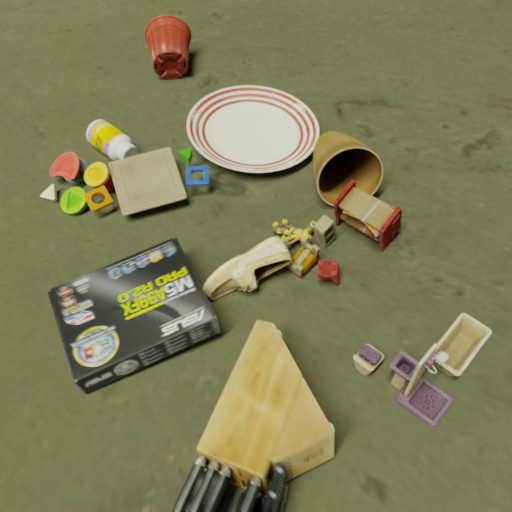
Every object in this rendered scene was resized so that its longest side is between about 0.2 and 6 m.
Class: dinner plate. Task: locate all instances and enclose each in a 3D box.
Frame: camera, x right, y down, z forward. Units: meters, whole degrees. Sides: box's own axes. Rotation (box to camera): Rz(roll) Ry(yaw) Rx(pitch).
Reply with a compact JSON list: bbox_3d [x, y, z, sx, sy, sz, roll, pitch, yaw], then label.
[{"bbox_3d":[-0.076,-2.984,13.334,3.138,0.380,3.138,3,52,-4],"label":"dinner plate"}]

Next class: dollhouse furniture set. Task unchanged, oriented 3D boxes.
[{"bbox_3d":[2.938,1.315,9.284,1.672,1.498,2.110,36,60,25],"label":"dollhouse furniture set"},{"bbox_3d":[1.745,-0.262,11.102,1.210,0.914,2.248,36,77,24],"label":"dollhouse furniture set"}]

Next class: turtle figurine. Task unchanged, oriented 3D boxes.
[{"bbox_3d":[0.814,-0.492,11.328,1.094,0.352,0.882,-31,37,-30],"label":"turtle figurine"}]

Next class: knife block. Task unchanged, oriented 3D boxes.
[{"bbox_3d":[-0.328,2.771,8.412,2.702,0.985,3.078,-21,50,-11],"label":"knife block"}]

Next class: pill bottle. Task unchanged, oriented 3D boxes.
[{"bbox_3d":[-3.306,-2.606,12.947,1.254,0.654,0.654,36,60,25],"label":"pill bottle"}]

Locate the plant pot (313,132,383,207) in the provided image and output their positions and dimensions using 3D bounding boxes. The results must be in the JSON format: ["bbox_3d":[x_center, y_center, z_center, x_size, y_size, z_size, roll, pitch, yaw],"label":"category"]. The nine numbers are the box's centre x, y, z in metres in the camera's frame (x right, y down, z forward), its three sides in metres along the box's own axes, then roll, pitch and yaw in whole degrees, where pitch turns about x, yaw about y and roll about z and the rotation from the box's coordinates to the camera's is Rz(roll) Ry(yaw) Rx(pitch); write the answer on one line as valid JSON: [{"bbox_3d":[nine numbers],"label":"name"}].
[{"bbox_3d":[1.824,-2.061,12.185,1.431,1.431,1.536,-8,39,-6],"label":"plant pot"}]

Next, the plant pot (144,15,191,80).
[{"bbox_3d":[-2.315,-5.487,14.954,1.273,1.273,1.238,-6,59,-5],"label":"plant pot"}]

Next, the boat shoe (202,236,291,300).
[{"bbox_3d":[-0.154,0.337,10.460,1.806,0.666,0.625,-34,65,-2],"label":"boat shoe"}]

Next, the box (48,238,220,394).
[{"bbox_3d":[-2.193,0.981,9.971,2.549,0.564,2.042,-23,53,-10],"label":"box"}]

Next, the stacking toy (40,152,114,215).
[{"bbox_3d":[-3.888,-1.515,12.339,1.437,0.607,1.301,25,82,22],"label":"stacking toy"}]

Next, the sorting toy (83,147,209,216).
[{"bbox_3d":[-2.360,-1.578,12.151,2.701,0.368,1.521,-16,63,-10],"label":"sorting toy"}]
